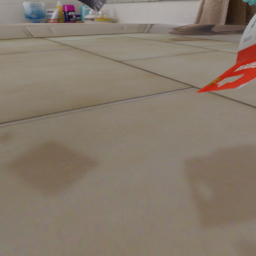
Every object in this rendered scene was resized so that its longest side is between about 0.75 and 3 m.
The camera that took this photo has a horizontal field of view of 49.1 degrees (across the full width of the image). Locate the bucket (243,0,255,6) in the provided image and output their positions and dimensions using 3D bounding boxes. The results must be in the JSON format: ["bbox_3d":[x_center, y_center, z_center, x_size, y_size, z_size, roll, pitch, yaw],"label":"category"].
[{"bbox_3d":[1.897,-2.315,4.054,0.889,0.889,0.578,-21,-2,-39],"label":"bucket"}]

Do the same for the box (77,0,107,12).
[{"bbox_3d":[-1.234,-2.680,4.317,1.762,0.438,1.389,48,22,15],"label":"box"}]

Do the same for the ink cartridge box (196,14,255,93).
[{"bbox_3d":[2.249,-1.619,4.270,2.787,0.699,2.260,-35,5,4],"label":"ink cartridge box"}]
